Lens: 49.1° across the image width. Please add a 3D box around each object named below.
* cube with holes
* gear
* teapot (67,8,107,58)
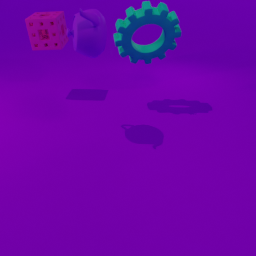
[{"bbox_3d":[-2.582,-3.154,9.071,0.964,0.964,0.964,-1,34,4],"label":"cube with holes"},{"bbox_3d":[0.563,-2.708,8.187,1.910,1.910,0.353,-5,56,-8],"label":"gear"},{"bbox_3d":[-0.956,-2.173,6.364,0.847,1.076,1.730,-3,-11,-18],"label":"teapot"}]
